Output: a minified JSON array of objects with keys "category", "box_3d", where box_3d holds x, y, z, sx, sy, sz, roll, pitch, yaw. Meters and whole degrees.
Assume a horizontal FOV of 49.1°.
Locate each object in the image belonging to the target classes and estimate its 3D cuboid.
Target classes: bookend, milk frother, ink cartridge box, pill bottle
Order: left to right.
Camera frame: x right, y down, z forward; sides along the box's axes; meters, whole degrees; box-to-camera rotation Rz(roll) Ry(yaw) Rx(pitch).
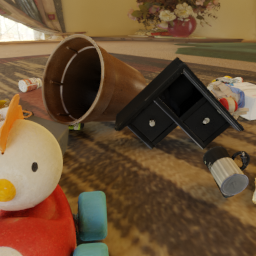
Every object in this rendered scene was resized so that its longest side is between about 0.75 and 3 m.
[{"category":"pill bottle","box_3d":[-4.820,-2.163,13.899,0.586,0.586,1.045,14,25,30]},{"category":"bookend","box_3d":[1.341,-0.189,7.838,2.469,2.454,1.137,-42,16,15]},{"category":"milk frother","box_3d":[2.156,0.850,5.652,0.942,0.850,0.886,-26,34,6]},{"category":"ink cartridge box","box_3d":[4.641,-1.089,10.813,1.508,0.878,2.086,-7,23,-17]}]

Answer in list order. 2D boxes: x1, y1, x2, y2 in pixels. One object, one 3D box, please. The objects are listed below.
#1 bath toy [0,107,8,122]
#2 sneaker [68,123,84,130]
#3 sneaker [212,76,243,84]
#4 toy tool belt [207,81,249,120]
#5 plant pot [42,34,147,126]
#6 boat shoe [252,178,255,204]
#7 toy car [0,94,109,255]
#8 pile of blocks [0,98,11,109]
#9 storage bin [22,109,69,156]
[{"category":"bath toy","box_3d":[-3.951,0.303,7.174,1.300,1.105,2.989,-8,15,31]},{"category":"sneaker","box_3d":[-2.155,-0.390,9.411,0.741,0.642,1.791,-15,27,-33]},{"category":"sneaker","box_3d":[4.727,-1.974,13.297,0.891,0.844,2.169,-8,14,-8]},{"category":"toy tool belt","box_3d":[3.373,-0.882,9.506,1.431,1.454,2.328,-4,11,-9]},{"category":"plant pot","box_3d":[-0.854,-1.261,8.787,2.577,2.577,2.551,18,8,38]},{"category":"boat shoe","box_3d":[2.953,1.117,5.890,0.506,0.475,1.372,12,25,26]},{"category":"toy car","box_3d":[-1.480,0.879,3.683,2.366,2.567,2.271,-3,22,-5]},{"category":"pile of blocks","box_3d":[-5.101,-0.748,9.921,0.705,0.931,2.268,18,28,37]},{"category":"storage bin","box_3d":[-2.277,0.331,6.942,1.270,1.377,1.891,11,22,0]}]
